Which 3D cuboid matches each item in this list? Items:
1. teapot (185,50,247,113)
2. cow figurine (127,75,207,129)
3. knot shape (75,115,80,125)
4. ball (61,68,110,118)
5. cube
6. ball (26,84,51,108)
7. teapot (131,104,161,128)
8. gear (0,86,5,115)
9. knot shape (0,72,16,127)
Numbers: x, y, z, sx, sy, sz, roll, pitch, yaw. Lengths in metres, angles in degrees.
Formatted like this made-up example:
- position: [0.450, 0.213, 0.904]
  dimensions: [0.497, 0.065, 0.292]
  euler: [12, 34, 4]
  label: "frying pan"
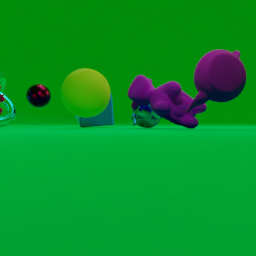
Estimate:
- position: [1.609, -0.883, 5.181]
  dimensions: [0.957, 1.539, 0.754]
  euler: [41, -11, -4]
  label: "teapot"
- position: [0.869, -0.649, 6.951]
  dimensions: [1.749, 0.960, 1.721]
  euler: [30, -4, -16]
  label: "cow figurine"
- position: [-1.591, -0.680, 12.342]
  dimensions: [1.562, 1.669, 0.771]
  euler: [-19, 20, 5]
  label: "knot shape"
- position: [-1.066, -0.885, 7.134]
  dimensions: [1.236, 1.236, 1.236]
  euler: [0, 1, 0]
  label: "ball"
- position: [-1.132, -0.637, 10.129]
  dimensions: [1.149, 1.149, 1.149]
  euler: [-4, 1, -1]
  label: "cube"
- position: [-3.007, -1.083, 9.436]
  dimensions: [0.805, 0.805, 0.805]
  euler: [0, 1, 0]
  label: "ball"
- position: [0.553, -0.356, 7.815]
  dimensions: [1.408, 0.876, 0.690]
  euler: [-19, 41, -33]
  label: "teapot"
- position: [-3.932, -0.725, 7.133]
  dimensions: [1.424, 1.424, 0.263]
  euler: [0, -4, -20]
  label: "gear"
- position: [-4.276, -1.136, 8.614]
  dimensions: [0.928, 2.007, 1.879]
  euler: [-20, -39, -4]
  label: "knot shape"
